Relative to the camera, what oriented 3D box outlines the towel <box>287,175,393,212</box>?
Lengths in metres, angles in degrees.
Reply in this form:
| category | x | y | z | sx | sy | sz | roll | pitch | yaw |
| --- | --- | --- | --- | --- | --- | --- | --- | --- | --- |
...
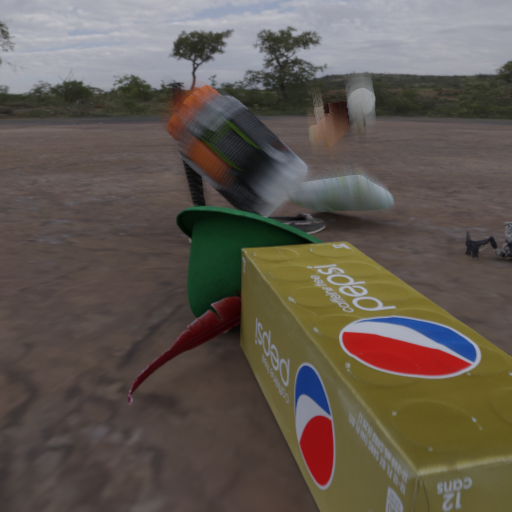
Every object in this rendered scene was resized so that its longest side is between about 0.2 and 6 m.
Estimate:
| category | x | y | z | sx | sy | sz | roll | pitch | yaw |
| --- | --- | --- | --- | --- | --- | --- | --- | --- | --- |
| towel | 1.794 | -1.275 | 11.990 | 1.835 | 0.442 | 1.570 | -4 | -9 | 36 |

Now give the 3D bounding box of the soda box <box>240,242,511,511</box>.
| category | x | y | z | sx | sy | sz | roll | pitch | yaw |
| --- | --- | --- | --- | --- | --- | --- | --- | --- | --- |
| soda box | 0.867 | 0.983 | 4.659 | 1.294 | 1.223 | 3.821 | -3 | 17 | -14 |

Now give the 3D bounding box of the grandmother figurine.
| category | x | y | z | sx | sy | sz | roll | pitch | yaw |
| --- | --- | --- | --- | --- | --- | --- | --- | --- | --- |
| grandmother figurine | 0.855 | -1.391 | 5.612 | 0.571 | 0.285 | 0.942 | 7 | -14 | -21 |

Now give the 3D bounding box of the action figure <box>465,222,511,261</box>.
| category | x | y | z | sx | sy | sz | roll | pitch | yaw |
| --- | --- | --- | --- | --- | --- | --- | --- | --- | --- |
| action figure | 4.267 | -0.232 | 9.494 | 1.315 | 0.671 | 0.782 | 4 | 7 | 18 |

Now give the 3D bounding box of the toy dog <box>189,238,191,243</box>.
| category | x | y | z | sx | sy | sz | roll | pitch | yaw |
| --- | --- | --- | --- | --- | --- | --- | --- | --- | --- |
| toy dog | -0.994 | -0.405 | 10.618 | 0.434 | 0.312 | 0.448 | 19 | 22 | 15 |

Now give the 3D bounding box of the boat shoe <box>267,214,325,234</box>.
| category | x | y | z | sx | sy | sz | roll | pitch | yaw |
| --- | --- | --- | --- | --- | --- | --- | --- | --- | --- |
| boat shoe | 0.784 | -0.667 | 11.209 | 1.518 | 0.433 | 0.508 | -11 | 21 | -32 |

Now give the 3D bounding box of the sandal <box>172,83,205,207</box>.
| category | x | y | z | sx | sy | sz | roll | pitch | yaw |
| --- | --- | --- | --- | --- | --- | --- | --- | --- | --- |
| sandal | -1.222 | -2.183 | 11.636 | 0.676 | 2.826 | 1.062 | -12 | 22 | -5 |

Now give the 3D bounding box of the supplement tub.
| category | x | y | z | sx | sy | sz | roll | pitch | yaw |
| --- | --- | --- | --- | --- | --- | --- | --- | --- | --- |
| supplement tub | -0.372 | -1.871 | 10.254 | 2.406 | 1.474 | 1.474 | 44 | 25 | 2 |

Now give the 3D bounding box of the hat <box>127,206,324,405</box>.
| category | x | y | z | sx | sy | sz | roll | pitch | yaw |
| --- | --- | --- | --- | --- | --- | --- | --- | --- | --- |
| hat | -0.351 | 0.819 | 6.832 | 2.614 | 2.301 | 2.165 | 24 | -17 | -28 |

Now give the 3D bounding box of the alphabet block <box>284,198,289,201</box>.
| category | x | y | z | sx | sy | sz | roll | pitch | yaw |
| --- | --- | --- | --- | --- | --- | --- | --- | --- | --- |
| alphabet block | 0.782 | -1.530 | 14.324 | 0.216 | 0.211 | 0.213 | -3 | 20 | -12 |
